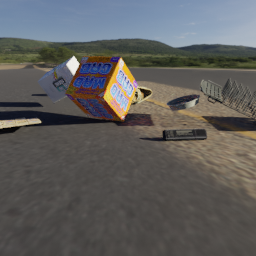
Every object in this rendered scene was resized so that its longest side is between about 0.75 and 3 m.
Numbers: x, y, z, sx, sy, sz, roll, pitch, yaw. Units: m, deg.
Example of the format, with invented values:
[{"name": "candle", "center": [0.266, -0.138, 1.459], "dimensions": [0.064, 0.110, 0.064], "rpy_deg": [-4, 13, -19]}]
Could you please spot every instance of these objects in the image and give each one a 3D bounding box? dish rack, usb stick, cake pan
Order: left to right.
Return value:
[{"name": "cake pan", "center": [1.835, -0.841, 9.243], "dimensions": [1.114, 0.204, 1.114], "rpy_deg": [-16, 16, 5]}, {"name": "usb stick", "center": [1.574, 0.184, 7.727], "dimensions": [1.237, 0.343, 0.202], "rpy_deg": [-1, -30, -5]}, {"name": "dish rack", "center": [3.810, -1.018, 9.423], "dimensions": [2.834, 0.773, 2.174], "rpy_deg": [27, 25, 5]}]

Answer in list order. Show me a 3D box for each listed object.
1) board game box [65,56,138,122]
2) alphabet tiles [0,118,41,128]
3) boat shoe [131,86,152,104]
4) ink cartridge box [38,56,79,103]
[{"name": "board game box", "center": [-0.860, -1.357, 9.737], "dimensions": [1.581, 1.580, 1.580], "rpy_deg": [9, -23, 29]}, {"name": "alphabet tiles", "center": [-3.746, -0.161, 8.836], "dimensions": [1.748, 0.079, 2.091], "rpy_deg": [-9, 10, -22]}, {"name": "boat shoe", "center": [0.470, -1.631, 13.253], "dimensions": [0.726, 0.849, 2.318], "rpy_deg": [-5, 11, 24]}, {"name": "ink cartridge box", "center": [-2.823, -2.138, 12.381], "dimensions": [1.624, 1.186, 1.191], "rpy_deg": [-25, 25, 19]}]
